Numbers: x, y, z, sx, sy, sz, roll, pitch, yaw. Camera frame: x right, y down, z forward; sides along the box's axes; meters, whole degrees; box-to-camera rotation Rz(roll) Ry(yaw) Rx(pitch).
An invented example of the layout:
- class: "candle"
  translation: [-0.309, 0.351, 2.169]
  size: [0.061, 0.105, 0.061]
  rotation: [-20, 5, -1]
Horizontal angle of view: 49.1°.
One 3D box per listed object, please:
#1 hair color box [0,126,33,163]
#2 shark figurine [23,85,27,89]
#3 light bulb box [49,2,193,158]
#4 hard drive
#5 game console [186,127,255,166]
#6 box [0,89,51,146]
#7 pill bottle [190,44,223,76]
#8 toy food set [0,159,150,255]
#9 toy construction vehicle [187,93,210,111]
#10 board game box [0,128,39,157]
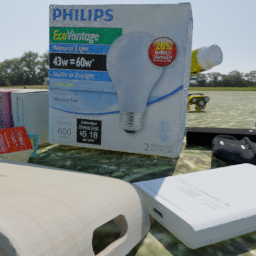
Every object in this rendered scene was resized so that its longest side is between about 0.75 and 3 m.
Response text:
- class: "hair color box"
  translation: [-2.012, 0.399, 3.619]
  size: [1.324, 0.423, 0.734]
  rotation: [-9, -29, -41]
- class: "shark figurine"
  translation: [-4.037, -0.881, 10.055]
  size: [3.200, 1.335, 1.912]
  rotation: [8, 11, 34]
- class: "light bulb box"
  translation: [-0.085, -1.016, 5.873]
  size: [2.689, 2.713, 1.693]
  rotation: [5, 10, 13]
- class: "hard drive"
  translation: [1.098, 0.748, 3.127]
  size: [1.796, 0.236, 1.185]
  rotation: [-4, 10, -25]
- class: "game console"
  translation: [1.951, 0.306, 5.454]
  size: [1.713, 0.350, 2.905]
  rotation: [3, 7, 16]
- class: "box"
  translation: [-2.589, -0.293, 6.529]
  size: [1.887, 1.207, 1.028]
  rotation: [6, 11, 34]
- class: "pill bottle"
  translation: [2.457, -2.329, 9.670]
  size: [0.843, 0.843, 1.475]
  rotation: [-6, 0, -33]
- class: "toy food set"
  translation: [-1.130, 0.739, 2.338]
  size: [2.326, 0.703, 1.669]
  rotation: [5, -1, 22]
- class: "toy construction vehicle"
  translation: [2.245, -1.322, 14.296]
  size: [2.929, 1.031, 2.550]
  rotation: [-5, 21, -13]
- class: "board game box"
  translation: [-2.823, 0.194, 5.129]
  size: [1.892, 0.444, 1.428]
  rotation: [7, 1, 37]
